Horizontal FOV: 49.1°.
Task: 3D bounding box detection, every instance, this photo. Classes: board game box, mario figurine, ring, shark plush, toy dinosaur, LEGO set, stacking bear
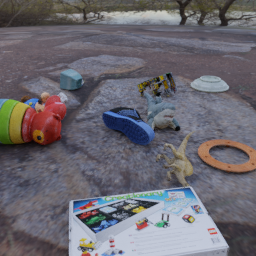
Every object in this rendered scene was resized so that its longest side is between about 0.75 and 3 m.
[{"bbox_3d":[0.282,2.136,5.907,2.969,0.514,1.874,-4,26,-9],"label":"board game box"},{"bbox_3d":[-3.611,-1.020,11.212,2.842,1.507,1.755,9,60,34],"label":"mario figurine"},{"bbox_3d":[3.200,0.883,8.913,1.917,0.184,1.917,1,26,0],"label":"ring"},{"bbox_3d":[1.336,-0.846,11.269,1.329,1.218,2.924,0,26,-1],"label":"shark plush"},{"bbox_3d":[1.392,0.887,7.879,1.066,0.614,2.109,22,50,-14],"label":"toy dinosaur"},{"bbox_3d":[1.533,-1.960,14.174,1.528,1.151,1.987,-17,5,44],"label":"LEGO set"},{"bbox_3d":[-3.758,-0.138,9.591,2.913,1.769,1.657,8,27,-2],"label":"stacking bear"}]

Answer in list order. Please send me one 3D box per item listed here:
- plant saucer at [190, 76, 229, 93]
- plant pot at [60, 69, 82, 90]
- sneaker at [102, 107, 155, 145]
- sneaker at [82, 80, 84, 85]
[{"bbox_3d":[4.545,-2.509,15.534,2.076,0.521,2.076,0,26,0],"label":"plant saucer"},{"bbox_3d":[-3.034,-2.572,15.265,0.950,0.930,0.933,20,31,18],"label":"plant pot"},{"bbox_3d":[0.174,-0.232,10.324,1.047,0.942,2.687,-27,35,-30],"label":"sneaker"},{"bbox_3d":[-2.715,-2.728,16.154,0.330,0.365,0.857,-4,25,-8],"label":"sneaker"}]
